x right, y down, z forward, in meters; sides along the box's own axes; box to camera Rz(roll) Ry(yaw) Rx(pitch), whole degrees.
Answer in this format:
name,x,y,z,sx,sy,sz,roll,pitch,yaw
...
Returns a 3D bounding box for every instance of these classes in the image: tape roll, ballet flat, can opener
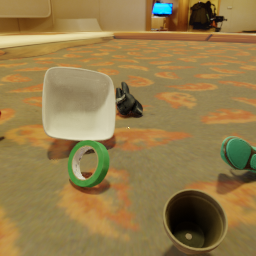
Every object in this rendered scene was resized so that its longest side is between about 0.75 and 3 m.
name,x,y,z,sx,sy,sz,roll,pitch,yaw
tape roll,-0.791,0.703,5.552,0.919,0.919,0.221,18,-4,36
ballet flat,2.262,0.556,5.666,1.760,0.593,0.619,20,-1,-33
can opener,-0.141,-1.050,9.964,0.728,0.902,2.295,-41,29,9

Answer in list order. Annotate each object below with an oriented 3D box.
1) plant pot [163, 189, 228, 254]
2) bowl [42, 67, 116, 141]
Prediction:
name,x,y,z,sx,sy,sz,roll,pitch,yaw
plant pot,0.853,1.345,3.778,0.809,0.702,0.809,-1,49,1
bowl,-1.262,-0.537,7.089,1.825,1.822,0.681,3,-11,-24
